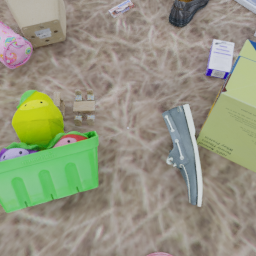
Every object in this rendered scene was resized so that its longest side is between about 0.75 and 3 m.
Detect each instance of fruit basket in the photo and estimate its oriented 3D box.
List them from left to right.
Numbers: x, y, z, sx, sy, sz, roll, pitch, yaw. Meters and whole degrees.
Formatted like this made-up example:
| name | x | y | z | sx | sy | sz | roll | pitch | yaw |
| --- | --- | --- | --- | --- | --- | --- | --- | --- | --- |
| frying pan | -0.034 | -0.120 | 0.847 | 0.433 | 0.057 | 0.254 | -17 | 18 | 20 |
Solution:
| name | x | y | z | sx | sy | sz | roll | pitch | yaw |
| --- | --- | --- | --- | --- | --- | --- | --- | --- | --- |
| fruit basket | -1.972 | 0.294 | 6.451 | 2.702 | 1.949 | 2.702 | -1 | 93 | -9 |

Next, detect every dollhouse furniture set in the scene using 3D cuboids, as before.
| name | x | y | z | sx | sy | sz | roll | pitch | yaw |
| --- | --- | --- | --- | --- | --- | --- | --- | --- | --- |
| dollhouse furniture set | -1.449 | -0.632 | 7.687 | 1.060 | 0.690 | 0.974 | -3 | 63 | -1 |

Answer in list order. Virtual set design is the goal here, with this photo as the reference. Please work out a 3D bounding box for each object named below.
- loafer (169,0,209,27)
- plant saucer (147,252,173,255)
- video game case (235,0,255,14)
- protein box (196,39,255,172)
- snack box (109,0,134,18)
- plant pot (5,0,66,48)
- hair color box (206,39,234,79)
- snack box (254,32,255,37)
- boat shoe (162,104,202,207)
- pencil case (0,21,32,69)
| name | x | y | z | sx | sy | sz | roll | pitch | yaw |
| --- | --- | --- | --- | --- | --- | --- | --- | --- | --- |
| loafer | 2.268 | -4.531 | 9.562 | 0.906 | 0.899 | 2.488 | 27 | 65 | 14 |
| plant saucer | 0.703 | 3.277 | 5.897 | 1.228 | 0.311 | 1.228 | 0 | 63 | 0 |
| video game case | 4.562 | -5.255 | 10.298 | 2.038 | 0.257 | 2.237 | -38 | 69 | -18 |
| protein box | 3.202 | -0.246 | 6.501 | 2.410 | 2.427 | 1.638 | 27 | 66 | 13 |
| snack box | -0.225 | -4.201 | 9.838 | 0.917 | 0.112 | 0.330 | -36 | 68 | -17 |
| plant pot | -2.699 | -3.450 | 8.528 | 1.653 | 1.655 | 1.465 | -15 | 78 | -7 |
| hair color box | 2.837 | -2.122 | 8.624 | 0.658 | 0.390 | 1.204 | 14 | 66 | 8 |
| snack box | 5.163 | -2.961 | 9.133 | 1.915 | 0.233 | 0.689 | 26 | 66 | 13 |
| boat shoe | 1.334 | 0.655 | 6.879 | 0.778 | 0.917 | 2.518 | -9 | 72 | 11 |
| pencil case | -3.988 | -2.776 | 8.384 | 2.414 | 1.055 | 1.055 | 39 | 69 | 20 |
